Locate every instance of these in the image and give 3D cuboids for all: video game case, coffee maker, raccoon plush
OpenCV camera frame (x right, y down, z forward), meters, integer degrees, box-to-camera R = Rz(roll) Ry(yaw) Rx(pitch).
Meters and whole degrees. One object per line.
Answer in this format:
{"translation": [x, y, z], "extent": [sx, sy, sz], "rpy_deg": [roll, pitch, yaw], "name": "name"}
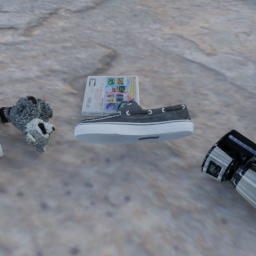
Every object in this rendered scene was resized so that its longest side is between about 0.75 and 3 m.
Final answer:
{"translation": [-0.474, -0.987, 8.277], "extent": [1.589, 0.207, 1.746], "rpy_deg": [0, 44, 0], "name": "video game case"}
{"translation": [2.616, 0.891, 5.892], "extent": [1.592, 1.117, 1.658], "rpy_deg": [-5, 37, -49], "name": "coffee maker"}
{"translation": [-2.626, 0.078, 7.004], "extent": [1.942, 0.940, 1.301], "rpy_deg": [-18, 56, 29], "name": "raccoon plush"}

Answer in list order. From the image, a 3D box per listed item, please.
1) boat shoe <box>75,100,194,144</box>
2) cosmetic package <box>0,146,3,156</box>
{"translation": [0.173, -0.203, 6.518], "extent": [2.816, 0.985, 0.933], "rpy_deg": [-4, 73, -10], "name": "boat shoe"}
{"translation": [-3.929, 0.152, 6.324], "extent": [1.441, 0.494, 1.911], "rpy_deg": [-25, 56, -30], "name": "cosmetic package"}
